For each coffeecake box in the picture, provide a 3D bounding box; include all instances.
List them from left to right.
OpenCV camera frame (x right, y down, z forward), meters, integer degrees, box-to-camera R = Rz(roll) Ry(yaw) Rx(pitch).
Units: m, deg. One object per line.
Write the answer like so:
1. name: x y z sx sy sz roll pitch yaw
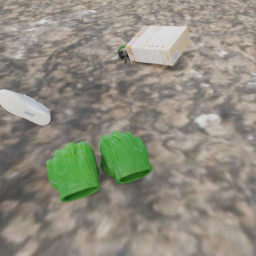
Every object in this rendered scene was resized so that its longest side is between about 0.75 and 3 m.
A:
1. coffeecake box: 1.230 -3.438 11.516 2.095 0.765 1.608 16 57 35

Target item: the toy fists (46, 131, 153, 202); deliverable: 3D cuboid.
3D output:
1. toy fists: -0.652 0.812 6.522 2.381 0.819 1.214 -15 64 -15

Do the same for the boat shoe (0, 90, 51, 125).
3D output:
1. boat shoe: -3.000 -0.692 8.222 1.658 0.597 0.568 27 32 -32

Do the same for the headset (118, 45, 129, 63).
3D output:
1. headset: -0.121 -3.216 12.035 0.635 0.483 1.028 -7 60 8
